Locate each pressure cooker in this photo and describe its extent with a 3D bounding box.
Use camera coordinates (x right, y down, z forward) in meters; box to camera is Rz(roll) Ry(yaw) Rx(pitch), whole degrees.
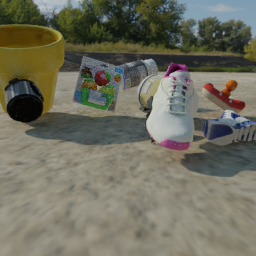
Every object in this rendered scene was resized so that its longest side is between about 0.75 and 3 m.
[{"bbox_3d":[-2.902,-0.815,7.766,0.988,0.973,1.106,8,35,-33],"label":"pressure cooker"}]

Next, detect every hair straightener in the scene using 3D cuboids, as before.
[{"bbox_3d":[0.529,-0.258,6.785,0.594,0.316,1.544,24,43,-17],"label":"hair straightener"}]

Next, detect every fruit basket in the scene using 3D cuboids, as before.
[{"bbox_3d":[-0.956,-1.446,9.321,1.470,1.588,0.744,15,0,-15],"label":"fruit basket"}]

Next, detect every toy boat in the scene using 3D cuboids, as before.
[{"bbox_3d":[3.218,-1.131,9.150,1.464,0.957,0.955,35,17,1],"label":"toy boat"}]

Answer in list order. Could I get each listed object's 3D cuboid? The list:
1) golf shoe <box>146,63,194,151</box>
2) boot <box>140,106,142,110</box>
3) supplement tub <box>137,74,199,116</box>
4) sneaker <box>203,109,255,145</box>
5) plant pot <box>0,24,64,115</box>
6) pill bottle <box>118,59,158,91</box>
[{"bbox_3d":[0.926,-0.537,5.775,0.946,1.149,2.511,9,32,-2],"label":"golf shoe"},{"bbox_3d":[0.895,-1.142,10.143,0.976,1.074,0.390,9,-17,28],"label":"boot"},{"bbox_3d":[1.213,-0.910,8.661,1.237,1.237,1.714,-8,24,-30],"label":"supplement tub"},{"bbox_3d":[2.268,-0.044,6.477,1.394,0.563,0.805,-1,27,-19],"label":"sneaker"},{"bbox_3d":[-3.392,-1.794,9.108,2.627,2.472,2.627,5,33,-3],"label":"plant pot"},{"bbox_3d":[0.274,-2.182,11.344,1.742,0.991,0.991,-20,21,-21],"label":"pill bottle"}]
